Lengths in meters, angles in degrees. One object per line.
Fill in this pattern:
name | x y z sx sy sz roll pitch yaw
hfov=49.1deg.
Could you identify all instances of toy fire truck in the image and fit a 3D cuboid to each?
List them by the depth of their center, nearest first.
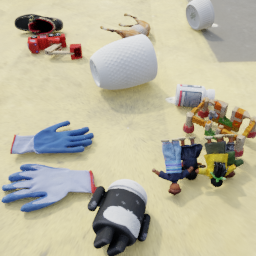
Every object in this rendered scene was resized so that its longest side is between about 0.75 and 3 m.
toy fire truck | -2.947 -3.231 11.207 2.110 0.514 1.488 -9 43 -10

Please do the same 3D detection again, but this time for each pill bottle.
pill bottle | 2.052 -0.974 8.644 1.136 0.680 0.680 6 43 6

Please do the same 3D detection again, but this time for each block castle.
block castle | 2.473 -0.027 7.548 1.725 0.809 1.152 28 53 30

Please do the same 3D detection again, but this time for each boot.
boot | -3.984 -4.446 12.079 2.146 0.785 1.616 4 24 -5

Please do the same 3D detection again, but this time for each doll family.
doll family | 1.644 0.837 6.477 2.187 1.264 0.858 -4 0 5

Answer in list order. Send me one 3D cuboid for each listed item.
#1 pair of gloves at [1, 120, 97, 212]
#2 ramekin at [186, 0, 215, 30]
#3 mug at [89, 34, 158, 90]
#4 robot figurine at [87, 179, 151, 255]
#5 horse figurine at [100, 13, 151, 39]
pair of gloves | -1.904 0.811 6.998 2.189 0.310 2.722 -4 44 -7
ramekin | 3.202 -5.129 12.663 0.684 1.468 1.468 -27 48 -9
mug | -0.319 -2.094 9.406 1.873 1.577 2.136 -20 15 -16
robot figurine | -0.156 1.726 5.556 0.925 1.114 1.482 -4 39 26
horse figurine | 0.169 -4.141 12.012 1.885 0.710 2.844 29 45 17
